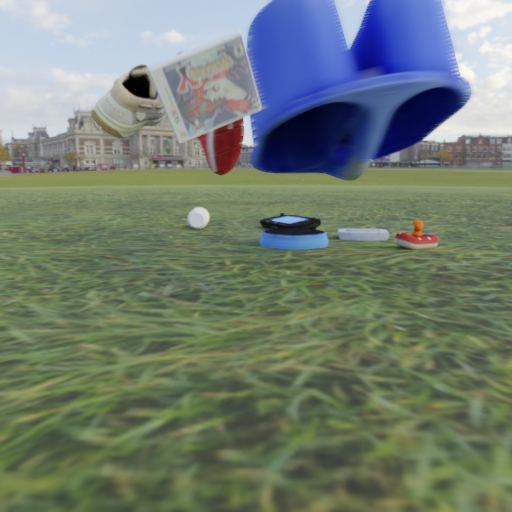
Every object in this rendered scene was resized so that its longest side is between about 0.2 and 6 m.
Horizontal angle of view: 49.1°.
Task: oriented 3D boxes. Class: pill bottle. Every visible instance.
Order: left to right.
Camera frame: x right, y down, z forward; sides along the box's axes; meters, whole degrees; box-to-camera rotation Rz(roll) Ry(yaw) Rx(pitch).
[{"bbox_3d":[-1.745,-1.133,16.919,0.610,0.610,1.089,0,9,0],"label":"pill bottle"}]

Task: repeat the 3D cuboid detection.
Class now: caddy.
[{"bbox_3d":[1.656,-2.771,10.423,3.637,2.700,5.145,-9,-4,-4],"label":"caddy"}]

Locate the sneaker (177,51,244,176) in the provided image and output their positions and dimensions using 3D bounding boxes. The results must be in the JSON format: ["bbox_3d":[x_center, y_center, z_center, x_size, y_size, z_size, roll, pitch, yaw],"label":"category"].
[{"bbox_3d":[-1.327,-3.526,13.634,1.727,2.989,1.171,17,30,34],"label":"sneaker"}]

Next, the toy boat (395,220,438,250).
[{"bbox_3d":[3.702,-0.499,12.931,0.998,0.653,0.652,-4,10,-23],"label":"toy boat"}]

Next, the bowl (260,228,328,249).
[{"bbox_3d":[0.918,-0.436,13.573,1.665,0.327,1.665,0,10,0],"label":"bowl"}]

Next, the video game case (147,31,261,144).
[{"bbox_3d":[-0.660,-2.257,7.611,1.304,1.188,0.150,-24,46,-3],"label":"video game case"}]

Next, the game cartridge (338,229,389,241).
[{"bbox_3d":[2.775,-0.552,14.585,1.274,0.260,0.848,1,6,7],"label":"game cartridge"}]

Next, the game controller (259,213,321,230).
[{"bbox_3d":[0.975,-0.984,16.546,1.096,0.442,2.100,-5,10,-28],"label":"game controller"}]

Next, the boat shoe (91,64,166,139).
[{"bbox_3d":[-2.160,-3.106,10.699,1.039,0.936,2.881,39,27,-9],"label":"boat shoe"}]
